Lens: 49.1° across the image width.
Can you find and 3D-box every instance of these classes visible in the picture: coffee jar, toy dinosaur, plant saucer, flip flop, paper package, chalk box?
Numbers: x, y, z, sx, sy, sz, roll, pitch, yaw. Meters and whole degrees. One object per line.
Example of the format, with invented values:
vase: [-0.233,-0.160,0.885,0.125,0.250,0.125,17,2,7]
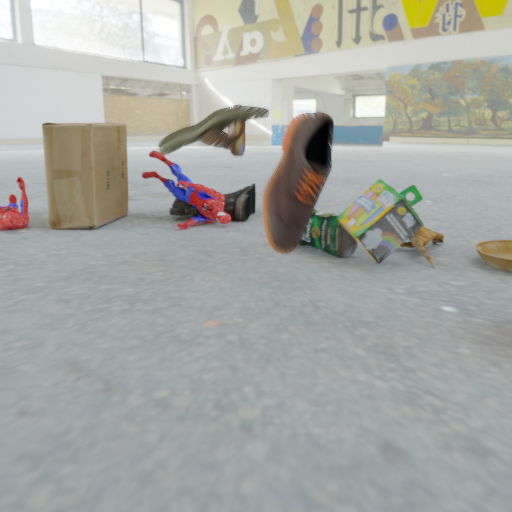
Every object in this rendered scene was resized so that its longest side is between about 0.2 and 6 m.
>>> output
coffee jar: [1.277,-0.515,11.259,0.673,0.822,1.577,-12,19,-36]
toy dinosaur: [3.232,-0.357,11.149,1.135,0.646,2.138,9,17,28]
plant saucer: [4.896,0.042,10.198,1.750,0.310,1.750,0,14,0]
flip flop: [-0.761,-2.197,10.256,2.258,0.650,0.916,-17,2,20]
paper package: [-4.247,-2.103,14.254,1.303,2.519,2.401,2,13,8]
chalk box: [2.357,-0.736,10.163,1.401,0.871,0.867,-42,36,7]

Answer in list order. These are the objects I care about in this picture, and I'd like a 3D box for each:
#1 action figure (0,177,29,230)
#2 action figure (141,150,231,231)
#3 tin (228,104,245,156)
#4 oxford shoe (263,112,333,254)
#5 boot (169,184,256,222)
action figure: [-6.370,-1.508,14.104,1.023,1.552,3.137,-8,19,-28]
action figure: [-1.966,-1.592,14.089,3.016,0.984,1.493,35,26,25]
tin: [-0.431,-2.776,12.408,0.238,1.136,0.636,0,0,14]
oxford shoe: [0.692,-1.163,8.946,0.831,2.335,0.847,9,4,-22]
boot: [-1.140,-1.511,15.307,2.112,0.840,2.426,3,17,10]
